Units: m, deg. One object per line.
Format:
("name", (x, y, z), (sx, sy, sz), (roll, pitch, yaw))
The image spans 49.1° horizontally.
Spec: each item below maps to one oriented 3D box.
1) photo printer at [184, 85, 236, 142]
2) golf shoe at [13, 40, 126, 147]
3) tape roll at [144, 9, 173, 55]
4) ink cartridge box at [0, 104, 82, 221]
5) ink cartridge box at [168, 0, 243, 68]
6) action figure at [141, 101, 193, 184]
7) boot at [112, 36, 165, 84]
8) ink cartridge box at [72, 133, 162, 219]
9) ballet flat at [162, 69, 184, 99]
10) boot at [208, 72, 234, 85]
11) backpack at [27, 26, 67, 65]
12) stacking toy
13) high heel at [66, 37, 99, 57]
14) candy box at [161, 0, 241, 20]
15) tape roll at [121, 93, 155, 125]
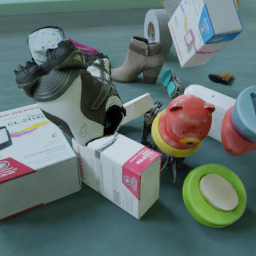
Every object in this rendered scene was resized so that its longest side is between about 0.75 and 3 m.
("photo printer", (2.204, -0.414, 7.670), (1.607, 1.337, 0.558), (30, 57, 35))
("golf shoe", (-0.525, -0.365, 3.595), (0.904, 1.098, 2.324), (-31, 6, 14))
("tape roll", (1.324, -4.211, 12.441), (0.648, 1.963, 1.963), (-10, 37, -12))
("ink cartridge box", (-2.446, 0.584, 6.482), (1.869, 1.062, 2.564), (-18, 39, -24))
("ink cartridge box", (1.558, -2.165, 5.994), (0.695, 1.187, 1.642), (-14, -7, -11))
("action figure", (0.979, 0.109, 6.939), (1.510, 1.297, 2.541), (17, 31, -11))
("boot", (0.225, -2.530, 10.340), (2.280, 1.667, 0.801), (9, 39, 14))
("ink cartridge box", (-0.257, 0.844, 5.905), (1.794, 1.299, 0.757), (25, 43, 31))
("ballet flat", (1.632, -1.535, 10.005), (0.639, 0.639, 1.777), (-3, 36, -4))
("boot", (3.602, -2.026, 10.834), (0.807, 0.293, 0.857), (19, 39, 25))
("backpack", (-3.128, -3.100, 11.125), (1.788, 1.356, 2.143), (-23, 51, -4))
("stacking toy", (2.199, 0.400, 5.573), (2.965, 1.252, 2.684), (-9, 67, -11))
("high heel", (-2.152, -3.413, 12.526), (1.343, 0.943, 2.799), (10, 11, -39))
("candy box", (2.335, -4.159, 9.251), (2.402, 1.228, 0.317), (0, 47, 42))
("tape roll", (-0.296, -0.293, 7.301), (2.102, 0.384, 2.102), (-26, 6, 3))
